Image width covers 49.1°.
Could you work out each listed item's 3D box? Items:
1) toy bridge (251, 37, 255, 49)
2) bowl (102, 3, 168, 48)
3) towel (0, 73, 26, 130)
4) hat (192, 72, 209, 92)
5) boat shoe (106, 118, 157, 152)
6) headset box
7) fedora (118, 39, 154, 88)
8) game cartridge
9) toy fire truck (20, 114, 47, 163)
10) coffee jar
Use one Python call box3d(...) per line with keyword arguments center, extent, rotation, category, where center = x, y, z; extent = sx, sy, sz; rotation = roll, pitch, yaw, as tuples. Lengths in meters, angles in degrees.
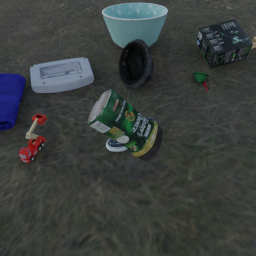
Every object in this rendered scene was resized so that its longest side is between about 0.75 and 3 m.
box3d(center=(4.558, -3.574, 12.221), extent=(2.481, 0.338, 0.834), rotation=(-4, 49, -2), category="toy bridge")
box3d(center=(0.300, -4.306, 11.979), extent=(2.725, 1.425, 2.725), rotation=(-1, 35, 1), category="bowl")
box3d(center=(-4.647, -0.919, 9.658), extent=(1.884, 0.632, 2.552), rotation=(1, 47, -8), category="towel")
box3d(center=(2.733, -1.749, 10.712), extent=(0.646, 0.687, 0.780), rotation=(10, 6, -1), category="hat")
box3d(center=(0.104, 0.146, 8.515), extent=(1.649, 0.749, 0.583), rotation=(-17, 50, -15), category="boat shoe")
box3d(center=(3.956, -3.493, 11.486), extent=(1.782, 0.827, 1.552), rotation=(-16, 61, -4), category="headset box")
box3d(center=(0.447, -2.362, 10.569), extent=(0.846, 1.853, 1.853), rotation=(4, 37, -43), category="fedora")
box3d(center=(-2.531, -2.022, 10.749), extent=(2.306, 0.471, 1.535), rotation=(-12, 45, -10), category="game cartridge")
box3d(center=(-2.795, 0.295, 8.282), extent=(0.309, 0.894, 1.268), rotation=(14, 49, 14), category="toy fire truck")
box3d(center=(0.016, -0.022, 6.697), extent=(1.843, 0.786, 0.961), rotation=(36, 48, -23), category="coffee jar")
